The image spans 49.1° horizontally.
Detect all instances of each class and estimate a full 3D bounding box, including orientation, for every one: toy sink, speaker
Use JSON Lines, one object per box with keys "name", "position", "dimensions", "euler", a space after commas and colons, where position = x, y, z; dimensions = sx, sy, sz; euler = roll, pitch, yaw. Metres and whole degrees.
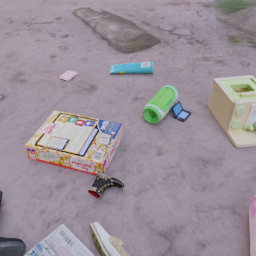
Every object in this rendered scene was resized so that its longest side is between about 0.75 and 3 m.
{"name": "toy sink", "position": [4.658, -0.790, 11.144], "dimensions": [1.810, 1.555, 2.776], "euler": [-6, 41, -7]}
{"name": "speaker", "position": [1.418, -1.044, 11.984], "dimensions": [0.900, 0.900, 2.034], "euler": [21, 45, 22]}

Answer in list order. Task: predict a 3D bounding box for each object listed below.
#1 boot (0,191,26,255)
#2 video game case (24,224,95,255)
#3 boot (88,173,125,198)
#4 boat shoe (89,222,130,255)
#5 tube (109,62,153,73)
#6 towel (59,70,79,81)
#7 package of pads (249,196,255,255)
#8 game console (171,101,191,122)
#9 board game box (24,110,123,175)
{"name": "boot", "position": [-3.740, 2.665, 7.874], "dimensions": [1.732, 0.690, 2.101], "euler": [-8, 37, -12]}
{"name": "video game case", "position": [-1.740, 3.649, 7.006], "dimensions": [2.001, 0.220, 1.824], "euler": [32, 50, 30]}
{"name": "boot", "position": [-0.698, 1.885, 8.930], "dimensions": [1.054, 0.386, 0.793], "euler": [15, 42, 22]}
{"name": "boat shoe", "position": [-0.391, 3.166, 7.292], "dimensions": [0.607, 0.663, 1.775], "euler": [-23, 56, -27]}
{"name": "tube", "position": [0.189, -3.153, 14.739], "dimensions": [2.284, 0.575, 0.884], "euler": [0, 32, 6]}
{"name": "towel", "position": [-3.071, -2.710, 14.508], "dimensions": [0.665, 0.136, 0.908], "euler": [18, 41, 20]}
{"name": "package of pads", "position": [3.965, 3.183, 6.859], "dimensions": [1.777, 1.116, 2.949], "euler": [9, 41, 14]}
{"name": "game console", "position": [2.274, -0.710, 11.914], "dimensions": [0.649, 0.450, 0.761], "euler": [24, 47, 26]}
{"name": "board game box", "position": [-1.898, 0.455, 10.363], "dimensions": [2.934, 0.679, 2.222], "euler": [12, 42, 14]}
